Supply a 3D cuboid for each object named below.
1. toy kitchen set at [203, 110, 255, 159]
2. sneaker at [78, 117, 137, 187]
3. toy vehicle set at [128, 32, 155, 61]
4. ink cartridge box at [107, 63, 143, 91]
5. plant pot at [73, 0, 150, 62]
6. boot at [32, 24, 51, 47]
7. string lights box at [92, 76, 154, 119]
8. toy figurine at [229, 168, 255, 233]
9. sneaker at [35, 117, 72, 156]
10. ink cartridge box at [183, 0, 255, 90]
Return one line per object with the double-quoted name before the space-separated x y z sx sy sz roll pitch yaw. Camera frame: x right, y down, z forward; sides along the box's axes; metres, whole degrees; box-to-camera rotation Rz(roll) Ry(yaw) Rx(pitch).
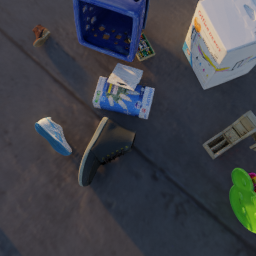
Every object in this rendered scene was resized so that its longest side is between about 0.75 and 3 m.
"toy kitchen set" 3.918 0.576 10.010 1.569 1.739 1.419 -32 76 -9
"sneaker" -0.728 1.003 10.253 1.451 1.022 2.732 20 74 8
"toy vehicle set" 0.588 -3.484 12.002 0.719 0.153 1.156 -25 76 -7
"ink cartridge box" -0.117 -1.969 11.188 1.135 0.399 1.397 19 52 4
"plant pot" -0.467 -4.554 11.071 2.566 2.566 2.307 21 64 7
"boot" -3.887 -3.994 12.117 0.803 0.349 0.965 39 79 23
"string lights box" -0.163 -1.187 11.077 2.216 0.653 1.139 13 75 4
"toy figurine" 4.864 2.151 9.700 2.099 1.712 2.281 -17 96 -17
"sneaker" -2.701 0.301 10.648 1.725 0.660 0.697 48 46 -2
"ink cartridge box" 3.674 -3.263 10.461 2.149 2.972 2.188 -21 75 -6
